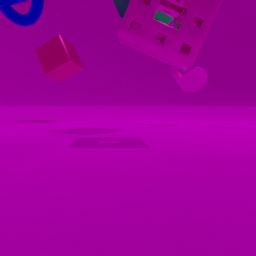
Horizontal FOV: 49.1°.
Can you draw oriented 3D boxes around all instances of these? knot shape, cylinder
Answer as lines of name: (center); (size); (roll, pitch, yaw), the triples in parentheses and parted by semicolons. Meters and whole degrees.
knot shape: (-2.202, -2.572, 5.395); (1.382, 1.477, 0.682); (31, -15, 11)
cylinder: (1.936, -1.739, 8.949); (0.899, 0.899, 0.899); (-1, 39, -17)

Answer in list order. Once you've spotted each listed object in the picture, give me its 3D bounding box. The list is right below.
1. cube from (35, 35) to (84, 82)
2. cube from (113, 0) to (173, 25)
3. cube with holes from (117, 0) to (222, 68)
cube: (-2.665, -2.694, 11.011); (1.179, 1.179, 1.179); (-26, -10, 14)
cube: (0.455, -3.107, 6.352); (1.244, 1.244, 1.244); (40, -3, 23)
cube with holes: (0.611, -1.766, 4.527); (1.190, 1.190, 1.190); (22, 10, -5)
